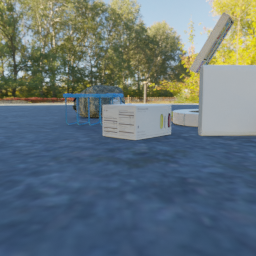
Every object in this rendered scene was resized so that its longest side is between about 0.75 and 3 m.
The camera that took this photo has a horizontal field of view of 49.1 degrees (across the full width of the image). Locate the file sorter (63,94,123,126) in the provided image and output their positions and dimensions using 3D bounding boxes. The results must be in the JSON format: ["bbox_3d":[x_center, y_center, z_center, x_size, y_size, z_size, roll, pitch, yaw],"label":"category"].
[{"bbox_3d":[-1.156,-0.648,9.618,1.748,1.073,1.213,2,6,13],"label":"file sorter"}]

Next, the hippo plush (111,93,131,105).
[{"bbox_3d":[-0.211,-0.880,12.103,0.957,1.190,0.948,7,25,-19],"label":"hippo plush"}]

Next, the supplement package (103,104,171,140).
[{"bbox_3d":[0.238,-0.196,6.773,1.071,0.763,1.376,5,9,42],"label":"supplement package"}]

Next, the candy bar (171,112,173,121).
[{"bbox_3d":[1.549,-0.456,11.179,2.348,0.260,0.585,1,27,-3],"label":"candy bar"}]

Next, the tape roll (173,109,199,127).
[{"bbox_3d":[2.742,-0.381,9.821,2.367,0.432,2.367,-1,9,0],"label":"tape roll"}]

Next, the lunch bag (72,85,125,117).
[{"bbox_3d":[-1.404,-1.170,13.477,2.063,1.438,1.731,-5,-9,-44],"label":"lunch bag"}]

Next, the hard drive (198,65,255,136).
[{"bbox_3d":[3.004,-0.656,6.770,2.536,1.673,0.333,0,6,-2],"label":"hard drive"}]

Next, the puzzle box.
[{"bbox_3d":[3.019,-2.964,10.036,0.272,2.136,1.421,36,24,17],"label":"puzzle box"}]
